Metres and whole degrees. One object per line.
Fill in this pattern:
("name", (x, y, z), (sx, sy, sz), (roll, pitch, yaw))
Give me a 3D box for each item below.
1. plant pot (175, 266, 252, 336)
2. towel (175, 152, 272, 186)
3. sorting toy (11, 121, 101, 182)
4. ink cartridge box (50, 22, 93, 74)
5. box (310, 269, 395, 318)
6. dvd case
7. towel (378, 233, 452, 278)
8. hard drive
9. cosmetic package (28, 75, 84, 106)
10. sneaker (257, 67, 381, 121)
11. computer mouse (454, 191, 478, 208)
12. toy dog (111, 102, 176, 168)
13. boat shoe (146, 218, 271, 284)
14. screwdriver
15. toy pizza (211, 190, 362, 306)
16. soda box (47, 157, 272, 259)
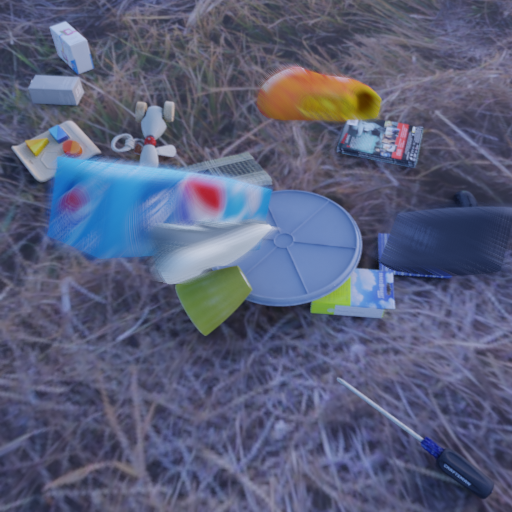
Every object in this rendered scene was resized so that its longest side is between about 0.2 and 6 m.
("plant pot", (-0.702, 0.694, 10.287), (1.163, 1.088, 1.088), (-31, 55, 2))
("towel", (-0.754, -1.731, 12.709), (1.933, 0.334, 1.861), (-16, 33, -11))
("sorting toy", (-4.660, -2.405, 13.454), (1.689, 0.336, 2.285), (-31, 57, -23))
("ink cartridge box", (-5.228, -5.895, 15.871), (0.538, 0.919, 1.271), (-31, 58, -22))
("box", (1.868, 0.695, 10.950), (1.568, 0.374, 0.956), (5, 52, 4))
("dvd case", (3.096, -2.890, 13.932), (1.924, 0.212, 1.404), (14, 53, 10))
("towel", (3.285, -0.001, 11.680), (1.473, 0.176, 1.066), (3, 54, 5))
("hard drive", (2.965, -0.212, 8.725), (1.830, 0.387, 1.234), (-1, 47, 37))
("cosmetic package", (-5.345, -4.424, 14.960), (1.229, 0.554, 0.657), (3, 51, 6))
("sneaker", (1.380, -3.309, 11.683), (2.958, 1.080, 1.141), (-12, 34, -29))
("computer mouse", (4.769, -1.167, 12.525), (0.642, 0.245, 0.928), (-11, 52, -8))
("toy dog", (-2.541, -2.862, 13.642), (1.298, 0.948, 1.968), (21, 67, 7))
("boat shoe", (-0.563, -0.271, 7.432), (0.691, 0.814, 2.237), (52, 34, 10))
("screwdriver", (2.522, 2.855, 9.169), (2.924, 0.425, 0.408), (37, 58, 22))
("toy pizza", (0.584, -0.165, 11.481), (3.103, 0.492, 3.103), (-4, 49, 5))
("soda box", (-1.328, -0.732, 8.919), (1.239, 1.172, 3.653), (19, 14, 33))
